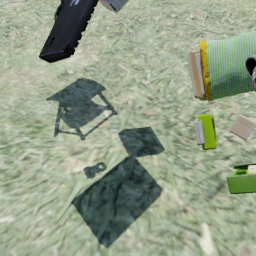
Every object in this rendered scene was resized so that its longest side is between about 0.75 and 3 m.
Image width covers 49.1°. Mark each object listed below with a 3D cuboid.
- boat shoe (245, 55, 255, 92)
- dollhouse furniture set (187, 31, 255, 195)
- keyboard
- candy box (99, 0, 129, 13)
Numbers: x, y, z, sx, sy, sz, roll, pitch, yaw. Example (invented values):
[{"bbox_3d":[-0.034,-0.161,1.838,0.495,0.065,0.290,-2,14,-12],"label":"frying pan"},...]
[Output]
[{"bbox_3d":[0.971,-0.374,2.051,0.214,0.252,0.753,7,28,20],"label":"boat shoe"},{"bbox_3d":[1.239,-0.253,3.278,0.946,1.893,0.731,-10,-3,24],"label":"dollhouse furniture set"},{"bbox_3d":[-0.904,-2.576,5.525,1.705,0.364,2.839,11,75,51],"label":"keyboard"},{"bbox_3d":[-0.155,-3.286,6.640,1.031,0.369,0.865,-46,36,5],"label":"candy box"}]
